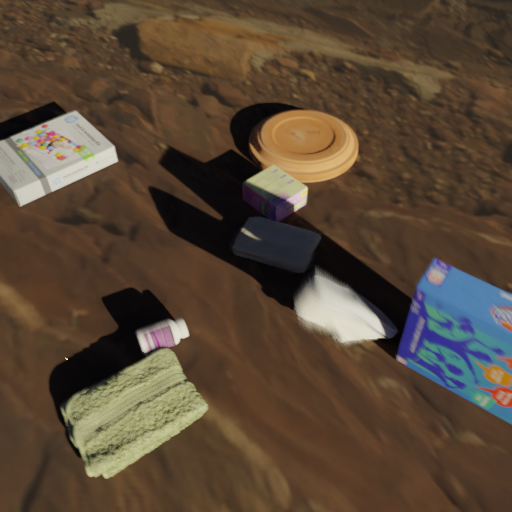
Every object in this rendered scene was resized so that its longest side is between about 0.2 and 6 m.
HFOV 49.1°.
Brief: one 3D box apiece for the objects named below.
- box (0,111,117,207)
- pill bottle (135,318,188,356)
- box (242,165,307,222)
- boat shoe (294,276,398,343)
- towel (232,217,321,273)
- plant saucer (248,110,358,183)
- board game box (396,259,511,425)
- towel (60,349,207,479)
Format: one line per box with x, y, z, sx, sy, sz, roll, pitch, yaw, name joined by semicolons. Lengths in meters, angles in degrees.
-4.509;-2.184;12.228;2.321;0.478;1.810;-31;55;-26;box
-1.517;1.290;9.076;0.783;0.440;0.440;-19;51;-16;pill bottle
0.375;-1.264;11.377;0.877;0.482;0.997;-34;56;-27;box
1.397;0.990;8.789;2.071;0.723;0.734;25;21;-40;boat shoe
0.370;-0.217;10.587;1.493;0.257;0.990;17;52;16;towel
1.063;-2.592;12.651;2.468;0.398;2.468;1;48;-1;plant saucer
3.472;1.467;7.724;2.865;2.179;0.645;27;61;24;board game box
-1.805;2.259;8.268;1.896;0.346;1.406;-26;54;-22;towel
